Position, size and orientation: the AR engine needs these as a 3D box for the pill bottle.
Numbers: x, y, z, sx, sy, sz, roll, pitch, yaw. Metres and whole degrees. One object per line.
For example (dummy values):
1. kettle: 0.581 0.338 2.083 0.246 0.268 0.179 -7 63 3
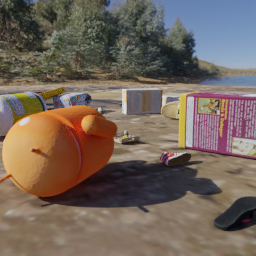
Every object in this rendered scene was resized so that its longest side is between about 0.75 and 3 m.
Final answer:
1. pill bottle: -4.417 -0.506 10.377 1.469 1.469 2.640 6 13 28

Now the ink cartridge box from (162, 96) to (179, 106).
1. ink cartridge box: 2.379 -1.439 16.539 0.509 0.878 1.189 -9 14 -42

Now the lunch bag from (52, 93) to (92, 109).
1. lunch bag: -3.164 -1.493 16.246 1.525 1.143 1.798 6 23 33

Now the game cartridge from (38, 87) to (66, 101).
1. game cartridge: -5.177 -1.737 16.464 2.419 0.445 2.744 -24 11 -30

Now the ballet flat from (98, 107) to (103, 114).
1. ballet flat: -1.573 -1.003 15.778 0.354 0.354 0.954 -1 12 -4

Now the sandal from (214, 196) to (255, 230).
1. sandal: 1.755 1.362 4.406 1.016 0.229 0.382 -22 15 -25

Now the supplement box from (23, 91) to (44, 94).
1. supplement box: -6.606 -2.106 19.733 0.728 0.924 1.411 7 14 31

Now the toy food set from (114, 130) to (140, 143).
1. toy food set: -0.104 0.268 9.338 0.664 0.279 0.925 -9 11 -24

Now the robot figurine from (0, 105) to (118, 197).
1. robot figurine: -1.299 0.371 5.699 1.983 1.608 2.757 10 15 21

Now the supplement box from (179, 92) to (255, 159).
1. supplement box: 2.915 -0.177 8.184 2.578 1.688 1.331 9 14 34

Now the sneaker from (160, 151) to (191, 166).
1. sneaker: 1.202 0.741 7.181 0.810 0.288 0.455 -9 18 -30

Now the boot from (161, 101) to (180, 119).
1. boot: 2.574 -0.666 12.747 2.462 0.896 1.913 8 13 17

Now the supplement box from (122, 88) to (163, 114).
1. supplement box: 0.797 -1.510 15.651 2.157 1.359 0.793 -3 12 -17

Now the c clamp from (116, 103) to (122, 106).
1. c clamp: -0.452 -1.591 19.283 0.836 0.132 0.978 13 15 31
